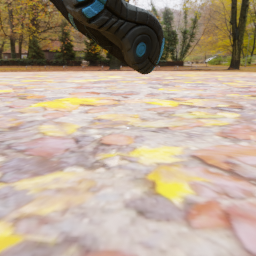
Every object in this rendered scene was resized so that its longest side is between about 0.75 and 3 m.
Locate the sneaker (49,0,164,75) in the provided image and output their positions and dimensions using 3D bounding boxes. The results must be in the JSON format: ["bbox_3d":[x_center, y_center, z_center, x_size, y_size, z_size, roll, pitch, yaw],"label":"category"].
[{"bbox_3d":[-0.138,-1.020,2.753,0.600,0.537,1.466,29,0,37],"label":"sneaker"}]
